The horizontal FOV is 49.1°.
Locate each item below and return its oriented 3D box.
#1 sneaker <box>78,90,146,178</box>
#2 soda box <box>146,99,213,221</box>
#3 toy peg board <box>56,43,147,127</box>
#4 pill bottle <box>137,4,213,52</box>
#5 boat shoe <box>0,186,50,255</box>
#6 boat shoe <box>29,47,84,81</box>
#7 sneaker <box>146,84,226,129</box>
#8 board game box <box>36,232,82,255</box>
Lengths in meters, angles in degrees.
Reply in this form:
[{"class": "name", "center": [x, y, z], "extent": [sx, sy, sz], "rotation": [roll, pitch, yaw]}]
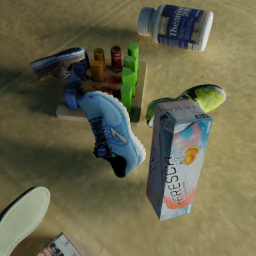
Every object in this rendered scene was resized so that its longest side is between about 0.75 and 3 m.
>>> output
[{"class": "sneaker", "center": [-0.458, 0.205, 7.023], "extent": [0.997, 2.544, 1.144], "rotation": [-12, 29, 42]}, {"class": "soda box", "center": [1.050, 0.789, 6.346], "extent": [0.877, 2.758, 0.943], "rotation": [-9, 34, -17]}, {"class": "toy peg board", "center": [-0.785, -1.591, 8.888], "extent": [2.626, 1.290, 2.637], "rotation": [6, 57, 4]}, {"class": "pill bottle", "center": [1.682, -3.697, 10.192], "extent": [2.501, 1.388, 1.388], "rotation": [16, 58, 15]}, {"class": "boat shoe", "center": [-2.807, 2.337, 6.415], "extent": [0.746, 0.883, 2.476], "rotation": [9, 55, 46]}, {"class": "boat shoe", "center": [-2.202, -2.038, 9.128], "extent": [2.149, 0.778, 0.776], "rotation": [-5, 29, 32]}, {"class": "sneaker", "center": [1.593, -0.489, 7.940], "extent": [2.377, 0.896, 0.908], "rotation": [-19, 33, 31]}, {"class": "board game box", "center": [-1.588, 3.082, 6.253], "extent": [1.101, 0.533, 0.878], "rotation": [-39, 65, -23]}]
